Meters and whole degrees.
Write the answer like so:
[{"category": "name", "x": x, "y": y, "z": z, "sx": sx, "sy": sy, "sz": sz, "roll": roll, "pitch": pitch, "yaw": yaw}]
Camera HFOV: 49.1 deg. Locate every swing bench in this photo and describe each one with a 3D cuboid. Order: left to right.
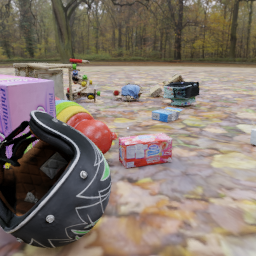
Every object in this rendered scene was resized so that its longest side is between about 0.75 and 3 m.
[{"category": "swing bench", "x": -3.497, "y": -1.551, "z": 11.680, "sx": 2.211, "sy": 2.200, "sz": 1.435, "roll": 12, "pitch": 19, "yaw": 34}]

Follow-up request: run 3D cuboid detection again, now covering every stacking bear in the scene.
[{"category": "stacking bear", "x": -1.480, "y": 0.079, "z": 7.540, "sx": 2.608, "sy": 1.483, "sz": 1.584, "roll": 20, "pitch": 25, "yaw": 39}]

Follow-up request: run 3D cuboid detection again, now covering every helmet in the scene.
[{"category": "helmet", "x": -1.089, "y": 0.805, "z": 4.085, "sx": 1.737, "sy": 1.822, "sz": 1.822, "roll": 44, "pitch": 33, "yaw": 16}]

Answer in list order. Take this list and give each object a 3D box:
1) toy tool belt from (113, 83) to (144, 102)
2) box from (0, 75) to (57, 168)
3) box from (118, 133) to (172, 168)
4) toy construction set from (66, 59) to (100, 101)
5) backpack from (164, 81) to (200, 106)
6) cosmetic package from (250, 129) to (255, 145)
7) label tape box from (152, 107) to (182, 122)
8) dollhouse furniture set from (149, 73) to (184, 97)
[{"category": "toy tool belt", "x": -0.004, "y": -1.966, "z": 15.398, "sx": 1.664, "sy": 1.039, "sz": 1.022, "roll": -2, "pitch": 7, "yaw": -4}, {"category": "box", "x": -2.893, "y": -0.119, "z": 6.669, "sx": 2.405, "sy": 2.116, "sz": 1.163, "roll": 12, "pitch": 19, "yaw": 35}, {"category": "box", "x": 0.433, "y": 0.547, "z": 7.063, "sx": 1.264, "sy": 0.630, "sz": 0.604, "roll": -6, "pitch": 17, "yaw": -18}, {"category": "toy construction set", "x": -2.333, "y": -2.499, "z": 15.317, "sx": 1.803, "sy": 2.347, "sz": 1.957, "roll": 5, "pitch": 24, "yaw": 1}, {"category": "backpack", "x": 2.667, "y": -1.796, "z": 14.262, "sx": 1.675, "sy": 1.261, "sz": 1.487, "roll": 12, "pitch": 21, "yaw": 35}, {"category": "cosmetic package", "x": 4.790, "y": 0.338, "z": 8.044, "sx": 1.908, "sy": 0.493, "sz": 1.439, "roll": -5, "pitch": 13, "yaw": -19}, {"category": "label tape box", "x": 1.632, "y": -0.552, "z": 11.510, "sx": 0.809, "sy": 0.355, "sz": 1.122, "roll": 14, "pitch": 21, "yaw": 41}, {"category": "dollhouse furniture set", "x": 2.619, "y": -2.102, "z": 17.091, "sx": 1.971, "sy": 1.606, "sz": 1.875, "roll": -34, "pitch": 13, "yaw": 8}]
